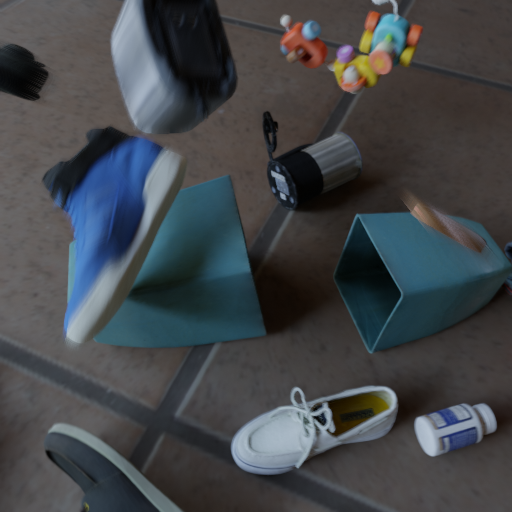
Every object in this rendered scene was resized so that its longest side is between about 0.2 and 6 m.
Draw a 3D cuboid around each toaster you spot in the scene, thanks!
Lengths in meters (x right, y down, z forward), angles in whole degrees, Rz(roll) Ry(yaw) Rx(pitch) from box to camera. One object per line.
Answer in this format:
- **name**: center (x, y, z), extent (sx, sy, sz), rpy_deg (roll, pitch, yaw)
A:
- **toaster**: center (-1.547, -3.520, 10.333), extent (1.668, 1.895, 2.935), rpy_deg (-13, 83, -34)

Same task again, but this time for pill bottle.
- **pill bottle**: center (3.127, 2.684, 8.769), extent (1.108, 0.615, 0.615), rpy_deg (-13, 53, -10)

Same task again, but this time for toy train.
- **toy train**: center (1.647, -3.864, 10.440), extent (2.089, 2.782, 0.774), rpy_deg (38, 67, -26)

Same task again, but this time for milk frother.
- **milk frother**: center (1.074, -2.259, 11.885), extent (1.776, 1.888, 1.704), rpy_deg (-28, 53, -21)

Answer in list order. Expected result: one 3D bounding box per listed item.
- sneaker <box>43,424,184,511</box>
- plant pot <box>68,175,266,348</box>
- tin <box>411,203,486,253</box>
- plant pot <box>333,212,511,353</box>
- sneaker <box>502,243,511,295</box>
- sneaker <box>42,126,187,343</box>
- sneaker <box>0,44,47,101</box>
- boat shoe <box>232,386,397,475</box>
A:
- **sneaker**: center (-2.147, 3.700, 7.595), extent (3.115, 1.165, 1.655), rpy_deg (30, 55, 20)
- **plant pot**: center (-1.575, 0.353, 9.774), extent (3.003, 2.121, 2.123), rpy_deg (-14, 52, 0)
- **tin**: center (2.254, -0.337, 6.552), extent (0.919, 0.515, 0.192), rpy_deg (31, 102, 10)
- **plant pot**: center (3.021, 0.320, 9.998), extent (2.518, 1.779, 1.780), rpy_deg (-9, 52, -17)
- **sneaker**: center (5.464, -0.118, 10.783), extent (1.147, 0.952, 2.402), rpy_deg (29, 57, 23)
- **sneaker**: center (-2.379, -0.408, 8.037), extent (1.688, 1.165, 3.034), rpy_deg (25, 84, -1)
- **sneaker**: center (-4.083, -3.173, 9.762), extent (1.087, 0.726, 1.898), rpy_deg (19, 21, -8)
- **boat shoe**: center (0.937, 2.544, 8.538), extent (2.692, 1.148, 0.995), rpy_deg (-10, 52, -8)
